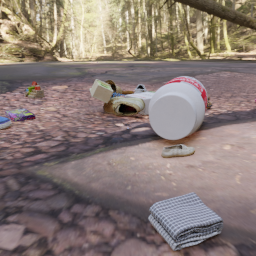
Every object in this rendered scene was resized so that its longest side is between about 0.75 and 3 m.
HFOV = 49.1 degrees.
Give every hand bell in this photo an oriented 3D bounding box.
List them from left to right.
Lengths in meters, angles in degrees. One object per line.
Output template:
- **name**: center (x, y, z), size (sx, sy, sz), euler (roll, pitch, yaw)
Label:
- **hand bell**: center (-0.304, -1.805, 14.423), size (1.073, 1.073, 2.061), euler (14, 8, 39)

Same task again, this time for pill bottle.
- **pill bottle**: center (1.589, -0.661, 8.748), size (1.657, 1.657, 2.953), euler (5, 17, 16)

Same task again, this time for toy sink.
- **toy sink**: center (-1.063, -1.511, 11.092), size (0.675, 0.580, 1.036), euler (23, 17, -22)

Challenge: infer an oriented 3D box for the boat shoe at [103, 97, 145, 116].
- **boat shoe**: center (-0.269, -0.802, 10.885), size (1.873, 0.693, 0.622), euler (-4, 31, 34)

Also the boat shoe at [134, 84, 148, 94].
- **boat shoe**: center (0.665, -1.931, 14.656), size (0.734, 0.699, 2.040), euler (5, 17, 16)

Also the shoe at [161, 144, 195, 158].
- **shoe**: center (1.292, 0.565, 7.094), size (0.957, 0.255, 0.334), euler (-7, 18, -21)

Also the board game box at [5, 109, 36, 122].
- **board game box**: center (-4.184, -0.514, 10.849), size (0.799, 0.215, 1.332), euler (-7, 17, -34)

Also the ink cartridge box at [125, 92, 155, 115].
- **ink cartridge box**: center (0.858, -1.069, 11.765), size (1.659, 0.699, 1.212), euler (-14, 21, -39)

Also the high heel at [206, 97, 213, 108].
- **high heel**: center (3.656, -1.153, 12.581), size (0.706, 0.354, 0.990), euler (8, 33, 45)

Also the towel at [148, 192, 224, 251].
- **towel**: center (0.869, 1.360, 4.199), size (0.921, 0.394, 0.763), euler (-8, 19, -25)

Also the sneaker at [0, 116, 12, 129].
- **sneaker**: center (-4.868, -0.641, 9.175), size (1.867, 1.367, 0.752), euler (-1, 17, -4)

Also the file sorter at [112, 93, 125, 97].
- **file sorter**: center (-0.468, -1.305, 12.915), size (0.576, 0.509, 0.830), euler (-15, 23, -39)

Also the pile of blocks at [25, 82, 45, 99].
- **pile of blocks**: center (-5.222, -2.146, 15.358), size (0.946, 0.716, 2.304), euler (-8, 18, -24)
